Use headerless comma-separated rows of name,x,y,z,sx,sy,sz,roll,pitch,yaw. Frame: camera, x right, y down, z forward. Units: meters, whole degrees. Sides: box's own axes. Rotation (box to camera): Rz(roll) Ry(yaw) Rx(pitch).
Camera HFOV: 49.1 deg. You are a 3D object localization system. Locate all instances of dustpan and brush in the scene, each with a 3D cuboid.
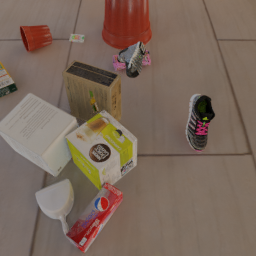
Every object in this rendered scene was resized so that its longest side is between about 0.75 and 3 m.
dustpan and brush,-2.346,2.821,9.615,1.306,0.535,1.871,-22,50,-8

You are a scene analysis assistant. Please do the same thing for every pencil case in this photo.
pencil case,0.160,-3.361,13.935,1.903,0.823,0.788,-10,83,-7

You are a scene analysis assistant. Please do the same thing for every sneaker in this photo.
sneaker,-0.001,-2.430,10.372,1.011,0.657,1.750,-5,48,30
sneaker,2.831,-0.249,10.849,0.851,1.009,2.306,5,86,-11

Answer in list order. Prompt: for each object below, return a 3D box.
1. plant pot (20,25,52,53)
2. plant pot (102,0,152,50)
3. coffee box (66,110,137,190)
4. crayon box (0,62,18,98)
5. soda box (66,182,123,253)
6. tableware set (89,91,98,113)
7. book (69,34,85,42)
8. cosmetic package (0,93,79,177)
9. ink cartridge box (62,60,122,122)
plant pot,-4.797,-4.802,14.735,1.332,1.370,1.370,-21,56,-24
plant pot,-0.075,-6.140,14.729,2.863,2.785,2.863,0,53,0
coffee box,-0.906,0.858,10.166,1.784,1.804,1.802,-37,62,-24
crayon box,-6.333,-2.314,13.293,1.344,0.551,2.137,-29,59,-20
soda box,-1.047,2.925,9.290,0.695,0.767,2.192,29,59,19
tableware set,-1.283,-0.933,10.101,0.174,1.133,0.763,-20,88,-8
book,-2.818,-4.950,15.497,0.763,0.183,0.510,4,56,0
cosmetic package,-3.180,0.271,10.478,2.223,1.860,1.849,28,64,18
ink cartridge box,-1.364,-1.249,11.277,2.090,2.537,0.953,22,55,14
